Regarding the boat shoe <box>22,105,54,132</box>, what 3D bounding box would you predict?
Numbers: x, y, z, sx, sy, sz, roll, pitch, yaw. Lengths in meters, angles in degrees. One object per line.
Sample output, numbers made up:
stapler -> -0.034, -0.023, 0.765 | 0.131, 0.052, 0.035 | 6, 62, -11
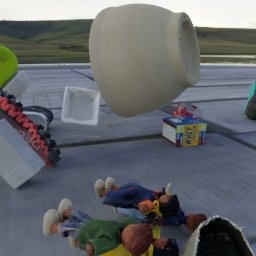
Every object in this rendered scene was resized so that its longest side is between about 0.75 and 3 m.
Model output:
boat shoe -> -3.343, -0.274, 8.103 | 2.274, 0.805, 1.032 | 7, 15, -3

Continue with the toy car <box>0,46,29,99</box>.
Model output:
toy car -> -3.557, -1.115, 6.795 | 1.987, 1.739, 1.490 | -53, 20, -16

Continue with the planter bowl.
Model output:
planter bowl -> 0.675, -1.811, 7.164 | 1.984, 2.948, 2.948 | -4, 12, 30

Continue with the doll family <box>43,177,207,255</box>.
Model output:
doll family -> 0.159, 1.066, 3.200 | 1.248, 0.847, 2.160 | 2, 12, 26

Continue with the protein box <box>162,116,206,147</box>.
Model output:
protein box -> 1.415, 0.071, 7.153 | 0.815, 0.554, 0.820 | -5, 16, -16

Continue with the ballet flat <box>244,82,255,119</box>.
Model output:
ballet flat -> 4.894, -0.944, 10.247 | 1.025, 1.019, 2.997 | 16, 31, 20

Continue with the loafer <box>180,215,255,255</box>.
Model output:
loafer -> 0.568, 1.427, 1.777 | 0.926, 0.858, 2.462 | 3, 16, 9

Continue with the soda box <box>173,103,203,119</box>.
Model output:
soda box -> 1.753, -0.450, 8.395 | 0.486, 0.440, 1.387 | 27, 2, -3

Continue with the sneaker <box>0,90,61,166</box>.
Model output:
sneaker -> -2.233, 0.156, 5.729 | 0.945, 1.935, 0.684 | -44, -3, -6

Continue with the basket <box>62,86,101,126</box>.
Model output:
basket -> -1.209, -0.519, 7.238 | 0.902, 0.911, 0.732 | 7, -6, -10

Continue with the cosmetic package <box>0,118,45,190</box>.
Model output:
cosmetic package -> -2.011, 0.435, 4.745 | 0.570, 1.067, 0.481 | -34, 10, 11
